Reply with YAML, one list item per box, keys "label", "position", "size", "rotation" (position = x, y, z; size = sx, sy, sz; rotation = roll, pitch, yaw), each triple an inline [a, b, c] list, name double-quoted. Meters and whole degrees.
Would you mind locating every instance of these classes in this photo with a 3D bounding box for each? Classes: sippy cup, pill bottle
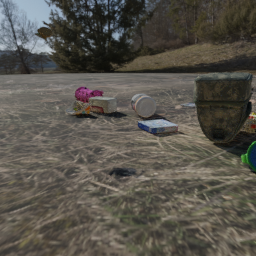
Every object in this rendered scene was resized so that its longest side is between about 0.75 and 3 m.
- label: "sippy cup"
  position: [3.608, 0.706, 7.157]
  size: [1.172, 0.921, 0.859]
  rotation: [30, 17, 33]
- label: "pill bottle"
  position: [0.728, -1.187, 14.068]
  size: [1.030, 1.030, 1.771]
  rotation: [-2, 14, -9]

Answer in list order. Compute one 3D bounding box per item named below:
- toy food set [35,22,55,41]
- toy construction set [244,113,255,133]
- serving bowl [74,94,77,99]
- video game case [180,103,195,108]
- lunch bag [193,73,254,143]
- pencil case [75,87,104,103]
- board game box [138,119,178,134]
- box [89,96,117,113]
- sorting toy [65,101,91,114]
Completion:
- label: "toy food set"
  position: [-3.548, -4.085, 11.987]
  size: [0.644, 0.187, 0.933]
  rotation: [28, 54, -11]
- label: "toy construction set"
  position: [4.844, -0.375, 11.291]
  size: [1.181, 0.830, 1.802]
  rotation: [22, 18, -13]
- label: "serving bowl"
  position: [-3.291, -2.170, 19.392]
  size: [0.934, 0.307, 0.934]
  rotation: [0, 15, 0]
- label: "video game case"
  position: [3.709, -1.360, 16.631]
  size: [0.908, 0.108, 0.826]
  rotation: [-15, 20, -43]
- label: "lunch bag"
  position: [3.491, -0.808, 10.163]
  size: [1.875, 2.258, 2.692]
  rotation: [6, 17, 24]
- label: "pencil case"
  position: [-2.427, -2.050, 17.469]
  size: [1.082, 1.049, 2.311]
  rotation: [-52, 37, -11]
- label: "board game box"
  position: [1.188, -0.074, 11.250]
  size: [1.189, 0.259, 1.195]
  rotation: [-6, 16, -24]
- label: "box"
  position: [-1.341, -1.252, 14.957]
  size: [1.306, 0.712, 0.835]
  rotation: [10, 17, 33]
- label: "sorting toy"
  position: [-2.577, -0.927, 14.148]
  size: [1.131, 0.604, 1.018]
  rotation: [14, 27, 40]
